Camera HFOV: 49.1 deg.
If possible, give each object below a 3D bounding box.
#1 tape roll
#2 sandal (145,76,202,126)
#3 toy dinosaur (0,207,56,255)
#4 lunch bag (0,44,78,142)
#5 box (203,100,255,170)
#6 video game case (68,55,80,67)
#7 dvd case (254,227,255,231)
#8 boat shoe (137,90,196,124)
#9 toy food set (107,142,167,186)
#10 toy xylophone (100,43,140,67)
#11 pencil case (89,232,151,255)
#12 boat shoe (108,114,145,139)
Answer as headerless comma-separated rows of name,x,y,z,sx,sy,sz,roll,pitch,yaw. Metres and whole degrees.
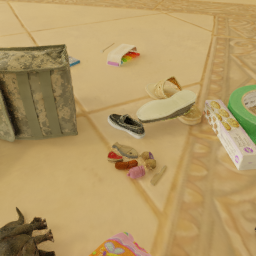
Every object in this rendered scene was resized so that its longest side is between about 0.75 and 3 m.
tape roll,4.389,-0.422,8.453,2.687,0.646,2.687,0,37,0
sandal,1.516,-1.238,9.287,1.044,0.937,2.848,-15,39,-19
toy dinosaur,-1.954,2.072,4.981,1.107,0.833,2.164,-14,41,-28
lunch bag,-2.938,-0.903,7.661,2.844,2.333,1.672,-6,39,-8
box,2.831,0.074,7.888,0.546,0.510,2.637,-4,37,-5
video game case,-3.038,-2.963,12.266,1.590,0.142,1.138,29,46,32
dvd case,3.870,2.680,4.631,2.949,0.259,2.104,5,38,6
boat shoe,1.141,-0.514,8.232,1.977,0.591,0.706,-22,52,-21
toy food set,0.119,0.833,7.092,1.612,0.254,1.025,19,41,24
toy xylophone,-0.377,-3.332,12.485,1.348,0.463,1.841,23,43,28
pencil case,0.508,2.802,3.710,1.297,1.297,2.966,-28,46,-32
boat shoe,-0.031,-0.187,8.257,1.377,0.488,0.496,26,43,30
